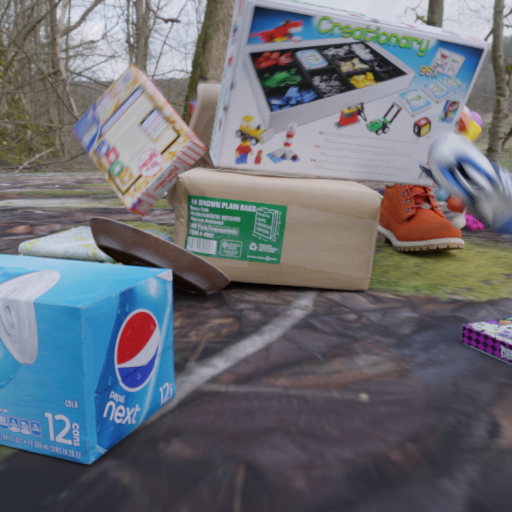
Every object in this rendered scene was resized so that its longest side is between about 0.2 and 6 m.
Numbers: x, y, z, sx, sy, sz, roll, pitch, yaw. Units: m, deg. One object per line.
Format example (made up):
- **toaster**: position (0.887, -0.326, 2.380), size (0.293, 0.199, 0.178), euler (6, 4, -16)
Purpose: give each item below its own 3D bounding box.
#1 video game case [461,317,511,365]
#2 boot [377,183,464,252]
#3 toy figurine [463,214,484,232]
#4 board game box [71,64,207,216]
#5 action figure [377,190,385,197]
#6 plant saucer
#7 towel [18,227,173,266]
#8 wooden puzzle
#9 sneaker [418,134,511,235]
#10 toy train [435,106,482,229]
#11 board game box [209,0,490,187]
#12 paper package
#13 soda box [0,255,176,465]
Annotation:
- **video game case**: position (2.862, 0.858, 5.316), size (1.184, 0.234, 1.306), euler (-4, 12, -21)
- **boot**: position (3.146, -0.867, 11.022), size (1.062, 1.518, 2.831), euler (0, 12, -11)
- **toy figurine**: position (5.387, -0.933, 13.665), size (1.074, 0.876, 1.167), euler (-18, -3, -32)
- **board game box**: position (-2.005, -1.948, 9.356), size (2.067, 1.566, 0.479), euler (53, 13, 24)
- **action figure**: position (3.166, -0.925, 13.420), size (0.814, 0.699, 1.370), euler (25, 45, -19)
- **plant saucer**: position (-1.284, 0.076, 7.225), size (1.951, 0.313, 1.951), euler (21, -12, 5)
- **towel**: position (-2.721, -0.096, 9.666), size (2.122, 0.511, 1.816), euler (3, 14, 17)
- **wooden puzzle**: position (-0.821, -2.073, 10.333), size (0.513, 2.218, 2.054), euler (29, 27, 22)
- **sneaker**: position (3.028, -0.823, 7.485), size (0.762, 1.892, 1.385), euler (-43, 3, 26)
- **toy train**: position (2.840, -1.802, 9.415), size (2.832, 2.127, 0.788), euler (19, -16, 6)
- **board game box**: position (1.350, -2.352, 8.432), size (3.778, 2.385, 0.654), euler (3, 33, -18)
- **paper package**: position (0.275, -0.514, 8.661), size (2.829, 1.463, 2.696), euler (5, 10, -1)
- **soda box**: position (-2.380, 0.592, 4.451), size (3.376, 1.083, 1.145), euler (3, 11, 21)
